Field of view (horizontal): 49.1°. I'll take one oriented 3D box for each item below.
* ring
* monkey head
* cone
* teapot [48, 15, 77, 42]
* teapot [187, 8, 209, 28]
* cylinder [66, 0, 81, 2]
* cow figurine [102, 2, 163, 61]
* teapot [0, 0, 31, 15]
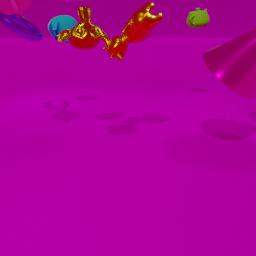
[{"bbox_3d":[-3.212,-3.064,8.391,1.391,0.278,1.391,33,19,-13],"label":"ring"},{"bbox_3d":[-1.115,-2.503,7.121,1.348,0.970,0.812,-8,5,-20],"label":"monkey head"},{"bbox_3d":[2.836,-1.790,6.225,1.631,1.637,1.631,22,39,-19],"label":"cone"},{"bbox_3d":[-2.162,-3.266,9.350,0.980,0.772,1.577,-12,0,15],"label":"teapot"},{"bbox_3d":[2.644,-4.155,10.502,0.830,0.654,1.335,16,37,37],"label":"teapot"},{"bbox_3d":[-0.846,-2.718,5.100,0.707,0.707,0.707,-12,21,-9],"label":"cylinder"},{"bbox_3d":[0.070,-2.254,6.677,1.320,0.737,1.342,-42,4,-27],"label":"cow figurine"},{"bbox_3d":[-2.709,-3.040,6.562,0.946,0.745,1.521,-24,46,-8],"label":"teapot"}]
